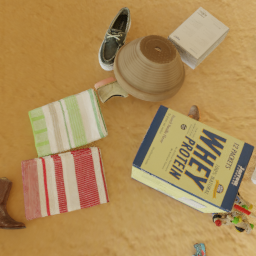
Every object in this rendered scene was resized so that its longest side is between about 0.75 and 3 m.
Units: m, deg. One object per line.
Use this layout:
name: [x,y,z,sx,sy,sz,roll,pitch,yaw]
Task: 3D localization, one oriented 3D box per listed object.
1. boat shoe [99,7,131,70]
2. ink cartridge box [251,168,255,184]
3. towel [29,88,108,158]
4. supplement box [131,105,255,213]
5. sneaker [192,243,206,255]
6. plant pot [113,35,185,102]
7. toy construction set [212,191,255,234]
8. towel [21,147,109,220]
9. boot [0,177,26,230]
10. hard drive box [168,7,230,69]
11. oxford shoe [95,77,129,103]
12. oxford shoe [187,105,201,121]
boat shoe: [-0.551,-3.646,11.201,0.975,0.959,2.704,13,73,4]
ink cartridge box: [5.300,1.395,9.329,1.854,0.438,1.484,14,66,49]
towel: [-2.235,-0.201,10.247,2.654,0.407,1.980,-18,72,2]
supplement box: [1.752,1.137,8.703,2.848,2.845,1.912,25,74,8]
sneaker: [2.302,4.249,9.088,0.458,0.380,0.959,-2,64,11]
plant pot: [0.912,-2.469,10.315,2.785,1.286,2.785,5,61,-9]
toy construction set: [3.630,2.751,8.924,1.293,1.683,1.403,27,83,3]
towel: [-2.233,1.879,9.812,2.862,0.326,2.062,-11,74,-4]
boot: [-4.097,2.525,9.532,1.603,0.553,1.720,6,68,0]
hard drive box: [2.785,-3.632,11.297,1.990,0.764,1.551,-44,77,-12]
oxford shoe: [-0.016,-1.627,10.732,2.394,0.847,0.884,-18,86,2]
oxford shoe: [2.360,-0.308,10.341,0.459,0.469,1.286,0,69,35]
